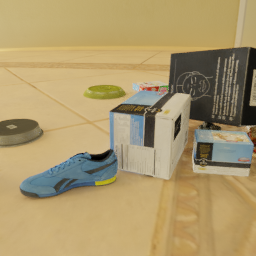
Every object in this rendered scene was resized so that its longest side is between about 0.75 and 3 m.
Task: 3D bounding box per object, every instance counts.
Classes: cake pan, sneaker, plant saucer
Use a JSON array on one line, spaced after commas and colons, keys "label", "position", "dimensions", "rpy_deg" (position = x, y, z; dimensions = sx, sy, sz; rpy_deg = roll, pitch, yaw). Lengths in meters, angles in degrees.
[{"label": "cake pan", "position": [-3.846, 0.111, 9.379], "dimensions": [1.942, 0.356, 1.942], "rpy_deg": [0, 21, 0]}, {"label": "sneaker", "position": [-1.326, 0.945, 6.426], "dimensions": [2.258, 0.885, 0.744], "rpy_deg": [-9, 24, -19]}, {"label": "plant saucer", "position": [-1.253, -1.977, 14.991], "dimensions": [2.295, 0.357, 2.295], "rpy_deg": [1, 21, 0]}]

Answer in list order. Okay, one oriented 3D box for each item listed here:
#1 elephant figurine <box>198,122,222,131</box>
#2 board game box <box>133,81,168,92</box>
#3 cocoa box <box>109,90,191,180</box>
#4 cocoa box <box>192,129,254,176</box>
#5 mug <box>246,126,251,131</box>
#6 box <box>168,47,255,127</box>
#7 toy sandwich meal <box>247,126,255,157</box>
[{"label": "elephant figurine", "position": [2.718, 0.208, 8.972], "dimensions": [0.643, 0.705, 0.909], "rpy_deg": [39, 7, -38]}, {"label": "board game box", "position": [1.319, -2.339, 15.944], "dimensions": [1.740, 0.351, 1.332], "rpy_deg": [-8, 22, -21]}, {"label": "cocoa box", "position": [0.680, 0.029, 7.711], "dimensions": [1.616, 1.642, 2.462], "rpy_deg": [8, 22, 20]}, {"label": "cocoa box", "position": [2.396, 0.611, 7.251], "dimensions": [1.360, 0.893, 0.907], "rpy_deg": [3, 21, 8]}, {"label": "mug", "position": [4.964, -0.539, 9.083], "dimensions": [1.960, 1.650, 2.235], "rpy_deg": [-14, 9, 3]}, {"label": "box", "position": [2.772, -1.282, 8.840], "dimensions": [1.538, 2.133, 2.873], "rpy_deg": [-2, 10, -38]}, {"label": "toy sandwich meal", "position": [4.079, 0.424, 8.286], "dimensions": [1.524, 0.522, 1.524], "rpy_deg": [0, 20, 0]}]
